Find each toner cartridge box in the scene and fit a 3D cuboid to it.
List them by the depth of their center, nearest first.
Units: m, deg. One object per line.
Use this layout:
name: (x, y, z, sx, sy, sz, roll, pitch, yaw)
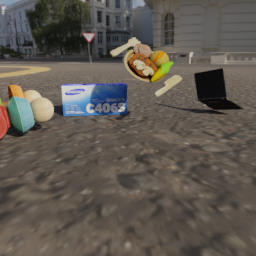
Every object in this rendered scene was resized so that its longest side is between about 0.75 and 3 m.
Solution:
toner cartridge box: (-1.136, -0.988, 9.701, 2.216, 1.052, 0.478, -3, 15, -8)

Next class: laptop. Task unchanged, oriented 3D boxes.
laptop: (3.101, -1.270, 9.639, 1.435, 0.832, 1.344, 24, -9, -27)

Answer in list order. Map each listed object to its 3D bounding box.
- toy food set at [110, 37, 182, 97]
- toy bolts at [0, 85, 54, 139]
toy food set: (0.535, -1.815, 7.693, 1.926, 0.387, 1.330, 43, 57, 11)
toy bolts: (-3.027, -0.909, 7.406, 1.686, 2.322, 2.431, -15, 36, -25)
